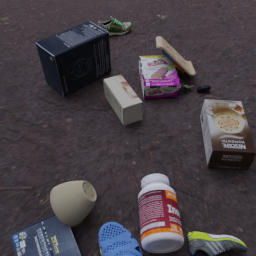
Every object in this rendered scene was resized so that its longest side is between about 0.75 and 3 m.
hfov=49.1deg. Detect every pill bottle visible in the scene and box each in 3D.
[{"bbox_3d":[0.870,2.353,7.930,1.127,1.127,1.996,-2,48,-2],"label":"pill bottle"}]

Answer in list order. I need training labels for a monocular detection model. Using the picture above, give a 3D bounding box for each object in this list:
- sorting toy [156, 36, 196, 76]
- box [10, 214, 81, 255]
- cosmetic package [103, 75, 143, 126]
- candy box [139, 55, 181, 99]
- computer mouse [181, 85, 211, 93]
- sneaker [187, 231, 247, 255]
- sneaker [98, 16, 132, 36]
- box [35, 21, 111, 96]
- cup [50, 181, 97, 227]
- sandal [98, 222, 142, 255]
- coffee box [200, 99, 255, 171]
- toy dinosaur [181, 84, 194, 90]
[{"bbox_3d":[2.110,-3.277,12.834,2.104,0.384,1.948,35,27,-15],"label":"sorting toy"},{"bbox_3d":[-2.091,3.392,7.391,1.551,0.502,1.967,-19,50,-18],"label":"box"},{"bbox_3d":[-0.217,-1.160,11.297,0.853,1.010,1.954,-19,51,-17],"label":"cosmetic package"},{"bbox_3d":[1.369,-2.338,12.571,1.596,0.714,2.341,-3,46,-4],"label":"candy box"},{"bbox_3d":[2.984,-1.650,12.304,1.357,0.231,0.398,-9,22,2],"label":"computer mouse"},{"bbox_3d":[2.390,3.248,7.566,1.570,0.580,0.635,2,53,12],"label":"sneaker"},{"bbox_3d":[-0.740,-5.720,15.565,2.144,0.950,0.824,-20,50,-17],"label":"sneaker"},{"bbox_3d":[-2.273,-3.071,12.333,2.785,2.067,1.491,-34,55,-28],"label":"box"},{"bbox_3d":[-1.434,2.010,7.967,0.905,1.265,1.265,-33,47,16],"label":"cup"},{"bbox_3d":[0.047,3.429,6.941,1.056,1.157,2.657,-24,50,-19],"label":"sandal"},{"bbox_3d":[3.493,0.180,10.040,1.433,0.999,2.507,3,47,2],"label":"coffee box"},{"bbox_3d":[2.457,-1.859,12.419,0.890,0.211,0.392,24,30,38],"label":"toy dinosaur"}]
